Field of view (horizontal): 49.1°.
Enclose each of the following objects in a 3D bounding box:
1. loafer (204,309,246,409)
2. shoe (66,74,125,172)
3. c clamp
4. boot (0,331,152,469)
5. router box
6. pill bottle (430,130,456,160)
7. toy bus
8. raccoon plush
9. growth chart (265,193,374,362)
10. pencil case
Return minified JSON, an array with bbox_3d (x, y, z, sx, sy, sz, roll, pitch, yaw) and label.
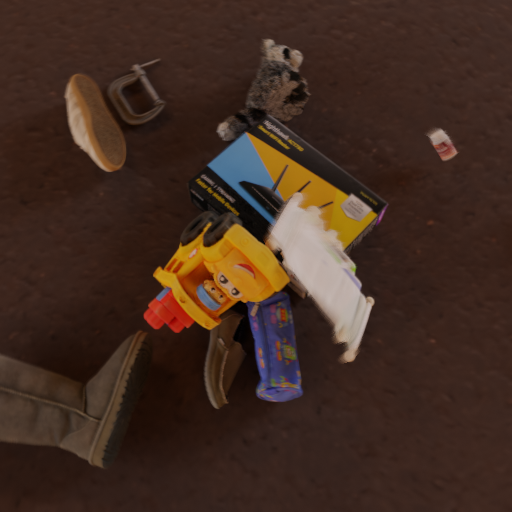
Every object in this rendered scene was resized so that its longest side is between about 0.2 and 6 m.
[{"bbox_3d":[-0.525,1.787,10.065,0.652,0.704,1.871,1,65,5],"label":"loafer"},{"bbox_3d":[-3.573,-2.807,12.276,0.682,0.893,2.555,-38,65,31],"label":"shoe"},{"bbox_3d":[-2.639,-3.777,12.914,1.444,0.229,1.691,-23,67,-10],"label":"c clamp"},{"bbox_3d":[-3.511,2.192,9.836,2.844,1.032,2.586,14,64,14],"label":"boot"},{"bbox_3d":[0.590,-1.076,11.317,3.248,0.829,2.422,40,71,17],"label":"router box"},{"bbox_3d":[3.969,-2.358,11.912,0.332,0.332,0.581,-40,103,-17],"label":"pill bottle"},{"bbox_3d":[-0.886,0.498,9.718,2.267,2.361,1.602,-46,110,-14],"label":"toy bus"},{"bbox_3d":[-0.007,-3.831,12.501,2.481,1.201,1.663,-23,59,-10],"label":"raccoon plush"},{"bbox_3d":[1.196,0.253,9.725,2.667,0.237,1.930,53,38,-8],"label":"growth chart"},{"bbox_3d":[0.302,1.576,10.051,0.786,0.875,2.015,-23,61,29],"label":"pencil case"}]
